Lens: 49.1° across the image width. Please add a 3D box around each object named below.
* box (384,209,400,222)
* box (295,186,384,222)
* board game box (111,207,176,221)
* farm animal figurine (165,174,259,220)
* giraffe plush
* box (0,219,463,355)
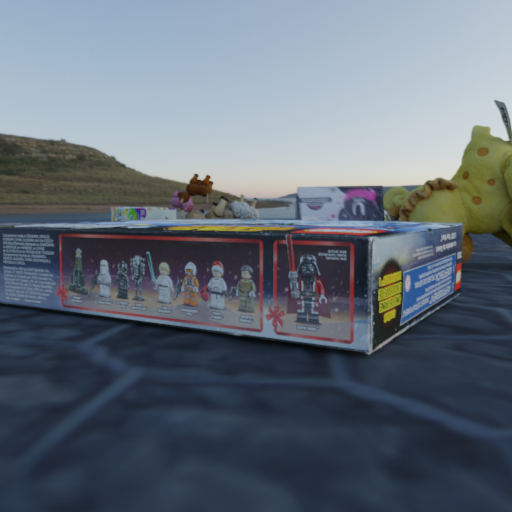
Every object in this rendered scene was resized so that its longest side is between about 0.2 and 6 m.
[{"bbox_3d":[3.375,-0.961,15.310,1.886,0.992,2.303,-1,5,-19],"label":"box"},{"bbox_3d":[1.401,-0.643,9.528,1.447,0.956,0.830,0,-14,2],"label":"box"},{"bbox_3d":[-2.739,-0.742,13.519,0.877,0.862,1.673,-4,6,-41],"label":"board game box"},{"bbox_3d":[-1.020,-0.708,11.755,1.915,1.010,1.937,22,-26,-3],"label":"farm animal figurine"},{"bbox_3d":[2.923,-0.590,7.697,1.921,2.369,2.044,-32,13,7],"label":"giraffe plush"},{"bbox_3d":[-0.270,0.051,4.891,3.548,0.708,2.429,3,6,31],"label":"box"}]
